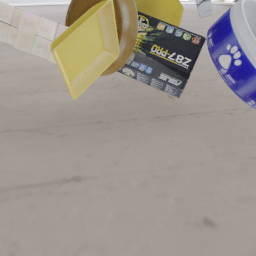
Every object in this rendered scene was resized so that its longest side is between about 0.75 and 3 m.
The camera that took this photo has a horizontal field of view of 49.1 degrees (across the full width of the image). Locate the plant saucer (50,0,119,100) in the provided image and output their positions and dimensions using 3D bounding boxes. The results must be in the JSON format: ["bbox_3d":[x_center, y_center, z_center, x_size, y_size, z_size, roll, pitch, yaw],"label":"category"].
[{"bbox_3d":[-0.815,-1.489,5.310,0.362,1.493,1.493,35,71,18],"label":"plant saucer"}]

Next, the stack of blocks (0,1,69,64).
[{"bbox_3d":[-2.048,-2.171,6.654,2.806,0.822,1.616,21,13,1],"label":"stack of blocks"}]

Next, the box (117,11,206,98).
[{"bbox_3d":[0.818,-2.303,8.520,2.531,0.621,2.040,25,72,6],"label":"box"}]

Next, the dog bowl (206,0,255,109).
[{"bbox_3d":[3.014,-1.682,6.405,2.501,0.985,2.501,18,56,-29],"label":"dog bowl"}]

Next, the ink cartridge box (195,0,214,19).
[{"bbox_3d":[2.314,-4.014,8.680,0.445,1.071,0.785,-14,22,19],"label":"ink cartridge box"}]

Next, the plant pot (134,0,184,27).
[{"bbox_3d":[0.690,-4.280,10.542,2.278,2.227,2.213,-45,32,2],"label":"plant pot"}]

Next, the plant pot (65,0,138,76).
[{"bbox_3d":[-0.887,-2.740,7.669,2.631,2.631,0.362,21,22,32],"label":"plant pot"}]
